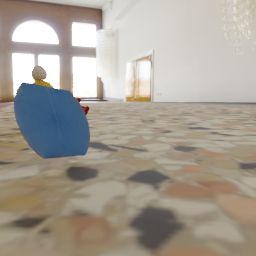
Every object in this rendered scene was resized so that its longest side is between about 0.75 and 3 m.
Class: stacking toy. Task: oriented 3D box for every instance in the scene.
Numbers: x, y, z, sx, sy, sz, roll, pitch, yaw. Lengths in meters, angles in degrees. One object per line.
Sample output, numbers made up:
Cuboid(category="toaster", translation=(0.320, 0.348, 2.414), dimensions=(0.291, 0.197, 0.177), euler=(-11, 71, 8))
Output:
Cuboid(category="stacking toy", translation=(-2.421, -0.890, 7.958), dimensions=(1.303, 1.783, 1.303), euler=(-4, 8, 1))

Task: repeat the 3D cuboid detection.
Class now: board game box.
Cuboid(category="board game box", translation=(-1.144, -0.060, 4.179), dimensions=(0.275, 1.117, 1.414), euler=(-24, -13, 29))

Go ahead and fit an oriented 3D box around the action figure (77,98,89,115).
Cuboid(category="action figure", translation=(-2.515, -0.629, 9.480), dimensions=(2.431, 1.203, 0.793), euler=(20, -20, 43))
